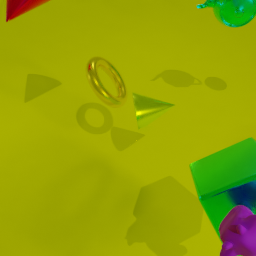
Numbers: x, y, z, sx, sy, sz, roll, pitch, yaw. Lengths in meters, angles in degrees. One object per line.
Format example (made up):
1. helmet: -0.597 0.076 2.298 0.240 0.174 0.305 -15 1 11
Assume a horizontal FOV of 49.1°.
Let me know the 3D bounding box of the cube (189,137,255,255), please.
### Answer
1. cube: 1.587 0.924 3.891 1.035 1.034 1.034 -26 13 12

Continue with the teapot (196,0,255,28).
1. teapot: 2.523 -2.881 6.614 1.797 1.117 0.880 9 45 7

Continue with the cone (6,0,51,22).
1. cone: -2.079 -2.645 5.554 1.336 1.336 1.341 21 78 19

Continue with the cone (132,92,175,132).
1. cone: 0.595 -0.423 6.070 0.878 0.874 0.874 -10 46 3

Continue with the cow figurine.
1. cow figurine: 1.392 1.203 2.649 1.028 0.573 1.045 16 21 -48

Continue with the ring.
1. ring: -0.467 -1.055 6.429 0.260 1.298 1.298 -28 37 29
